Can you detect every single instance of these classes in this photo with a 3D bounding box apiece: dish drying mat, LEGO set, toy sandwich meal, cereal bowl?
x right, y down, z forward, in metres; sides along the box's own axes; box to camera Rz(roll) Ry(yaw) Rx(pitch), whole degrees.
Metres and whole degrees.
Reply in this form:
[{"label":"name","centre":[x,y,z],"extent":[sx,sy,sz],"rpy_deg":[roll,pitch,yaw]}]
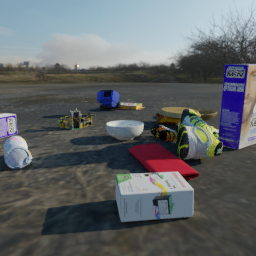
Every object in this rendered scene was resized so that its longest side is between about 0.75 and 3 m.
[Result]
[{"label":"dish drying mat","centre":[0.768,0.815,6.968],"extent":[0.928,0.220,2.416],"rpy_deg":[-4,13,-15]},{"label":"LEGO set","centre":[-2.122,-0.466,11.561],"extent":[1.437,0.833,1.105],"rpy_deg":[-9,15,-36]},{"label":"toy sandwich meal","centre":[2.132,-0.449,12.091],"extent":[1.999,0.685,1.999],"rpy_deg":[2,14,-1]},{"label":"cereal bowl","centre":[-0.107,0.092,9.627],"extent":[1.272,0.530,1.272],"rpy_deg":[1,12,0]}]

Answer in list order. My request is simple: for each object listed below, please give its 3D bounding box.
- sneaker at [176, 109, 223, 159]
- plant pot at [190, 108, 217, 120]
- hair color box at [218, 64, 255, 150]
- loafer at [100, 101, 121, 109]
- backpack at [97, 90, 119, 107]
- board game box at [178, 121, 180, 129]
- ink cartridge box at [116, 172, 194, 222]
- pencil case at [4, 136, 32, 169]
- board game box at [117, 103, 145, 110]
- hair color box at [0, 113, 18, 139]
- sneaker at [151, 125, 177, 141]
[{"label":"sneaker","centre":[2.021,0.221,8.227],"extent":[1.084,1.069,2.836],"rpy_deg":[8,23,6]},{"label":"plant pot","centre":[3.177,-0.702,13.966],"extent":[2.444,0.336,2.444],"rpy_deg":[-1,12,0]},{"label":"hair color box","centre":[3.539,-0.697,8.603],"extent":[1.355,2.479,0.804],"rpy_deg":[-10,15,-39]},{"label":"loafer","centre":[-1.018,-1.395,16.504],"extent":[1.475,0.526,0.538],"rpy_deg":[0,3,30]},{"label":"backpack","centre":[-1.120,-1.537,14.636],"extent":[1.050,0.881,0.854],"rpy_deg":[3,-14,22]},{"label":"board game box","centre":[2.308,-0.028,10.790],"extent":[0.696,0.303,0.944],"rpy_deg":[2,12,12]},{"label":"ink cartridge box","centre":[0.411,1.123,4.731],"extent":[1.180,0.496,0.855],"rpy_deg":[-2,12,-8]},{"label":"pencil case","centre":[-2.834,0.591,7.151],"extent":[0.617,0.566,1.361],"rpy_deg":[-2,11,-26]},{"label":"board game box","centre":[-0.182,-1.355,17.263],"extent":[2.257,0.338,1.078],"rpy_deg":[7,14,19]},{"label":"hair color box","centre":[-5.147,0.034,9.262],"extent":[1.383,0.820,2.530],"rpy_deg":[5,11,26]},{"label":"sneaker","centre":[1.095,0.171,9.526],"extent":[0.532,0.414,1.183],"rpy_deg":[-5,15,-38]}]
